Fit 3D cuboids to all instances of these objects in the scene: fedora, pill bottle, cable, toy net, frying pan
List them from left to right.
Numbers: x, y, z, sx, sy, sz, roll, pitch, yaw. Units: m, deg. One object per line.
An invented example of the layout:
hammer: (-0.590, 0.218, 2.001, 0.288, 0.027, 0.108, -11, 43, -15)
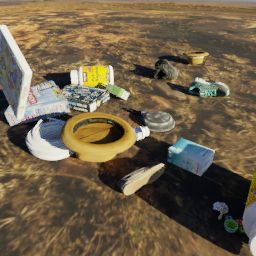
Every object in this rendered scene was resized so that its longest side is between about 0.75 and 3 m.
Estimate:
cable: (-2.748, 0.423, 10.423, 2.019, 0.699, 2.019, 11, 32, 16)
pill bottle: (-1.980, -2.792, 15.506, 2.268, 1.239, 1.239, -4, 30, -7)
fedora: (-1.054, 0.450, 9.831, 2.658, 1.084, 2.658, 8, 33, -5)
pill bottle: (0.343, 0.219, 10.960, 0.922, 0.512, 0.512, -13, 32, -23)
frying pan: (1.076, -0.589, 12.577, 1.541, 0.415, 2.547, -12, 35, -21)
fedora: (4.691, -4.899, 19.600, 1.920, 0.783, 1.920, -1, 22, 1)
toy net: (2.705, 2.337, 7.527, 0.605, 0.223, 1.154, -4, 30, -6)
pill bottle: (3.747, 1.945, 6.840, 1.568, 1.568, 2.870, 15, 32, 24)

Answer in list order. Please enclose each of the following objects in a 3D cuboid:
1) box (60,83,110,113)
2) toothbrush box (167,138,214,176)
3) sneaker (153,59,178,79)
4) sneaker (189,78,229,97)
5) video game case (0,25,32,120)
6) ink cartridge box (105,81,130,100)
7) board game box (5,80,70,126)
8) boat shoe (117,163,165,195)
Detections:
box: (-2.390, -1.536, 13.994, 2.380, 0.547, 1.892, 13, 32, 22)
toothbrush box: (2.145, 0.960, 9.604, 1.298, 0.554, 0.950, 21, 35, 32)
sneaker: (1.995, -3.663, 17.398, 1.327, 0.886, 2.317, -5, 35, -22)
sneaker: (4.147, -1.925, 14.658, 2.171, 0.842, 0.990, 19, 49, 37)
video game case: (-2.900, -1.353, 6.952, 0.200, 1.587, 1.744, -15, 60, -38)
ink cartridge box: (-0.663, -1.931, 14.495, 1.401, 0.415, 0.727, 30, 4, 40)
board game box: (-4.256, -1.172, 12.550, 2.542, 0.784, 2.543, -23, 45, -19)
boat shoe: (0.421, 1.464, 8.699, 1.687, 0.607, 0.547, -26, 43, -28)
